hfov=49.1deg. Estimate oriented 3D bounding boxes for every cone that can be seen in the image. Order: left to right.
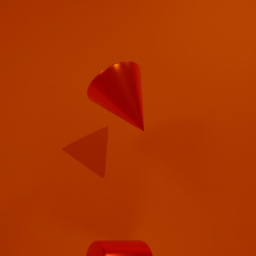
[{"bbox_3d":[0.010,-0.499,6.387,1.420,1.420,1.425,-28,69,-8],"label":"cone"}]

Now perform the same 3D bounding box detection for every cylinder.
[{"bbox_3d":[-0.194,2.944,5.830,1.130,1.130,1.130,11,70,-27],"label":"cylinder"}]
